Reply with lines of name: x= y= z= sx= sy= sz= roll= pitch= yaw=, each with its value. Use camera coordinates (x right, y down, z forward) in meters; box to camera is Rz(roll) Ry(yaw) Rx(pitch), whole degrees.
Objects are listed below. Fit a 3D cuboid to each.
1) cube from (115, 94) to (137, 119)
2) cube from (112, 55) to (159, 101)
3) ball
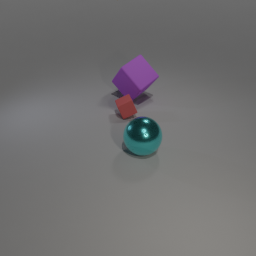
cube: x=-0.081 y=-0.952 z=12.405 sx=0.700 sy=0.700 sz=0.700 roll=-25 pitch=31 yaw=2
cube: x=0.339 y=-2.376 z=13.533 sx=1.400 sy=1.400 sz=1.400 roll=-40 pitch=90 yaw=-29
ball: x=0.526 y=0.288 z=10.002 sx=1.400 sy=1.400 sz=1.400 roll=0 pitch=32 yaw=0
